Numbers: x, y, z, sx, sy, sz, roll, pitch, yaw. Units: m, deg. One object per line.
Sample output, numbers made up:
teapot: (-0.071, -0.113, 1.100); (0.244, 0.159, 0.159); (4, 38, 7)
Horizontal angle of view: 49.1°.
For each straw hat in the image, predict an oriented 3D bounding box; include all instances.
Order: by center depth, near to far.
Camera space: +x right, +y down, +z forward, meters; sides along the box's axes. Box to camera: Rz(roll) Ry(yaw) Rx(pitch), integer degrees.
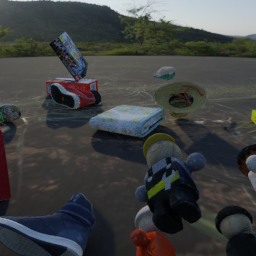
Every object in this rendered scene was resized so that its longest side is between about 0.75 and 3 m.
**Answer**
straw hat: (2.242, -0.978, 11.871); (2.323, 0.983, 2.323); (-2, 42, 2)

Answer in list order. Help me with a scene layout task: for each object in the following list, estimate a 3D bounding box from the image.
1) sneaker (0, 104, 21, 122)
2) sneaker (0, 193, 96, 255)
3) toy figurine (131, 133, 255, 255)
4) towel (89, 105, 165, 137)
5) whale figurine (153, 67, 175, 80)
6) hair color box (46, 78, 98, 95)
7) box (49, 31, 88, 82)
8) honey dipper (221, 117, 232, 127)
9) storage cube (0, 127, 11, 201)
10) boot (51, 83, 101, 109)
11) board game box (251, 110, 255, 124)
sneaker: (-5.281, -0.406, 11.061); (2.042, 0.785, 0.905); (-4, 33, 2)
sneaker: (-1.345, 1.578, 4.777); (1.611, 0.612, 1.164); (13, 31, 10)
toy figurine: (1.102, 1.176, 3.815); (2.124, 2.091, 1.478); (1, 29, 0)
towel: (0.075, -0.321, 10.781); (2.136, 0.601, 2.495); (6, 19, 28)
whale figurine: (1.425, -2.068, 10.977); (0.783, 0.511, 0.985); (17, 36, 41)
hair color box: (-3.322, -2.456, 16.742); (2.692, 0.860, 1.493); (4, 19, 15)
box: (-2.328, -2.960, 11.370); (0.463, 1.677, 2.456); (-31, 23, 7)
honey dipper: (3.966, -0.268, 11.161); (0.226, 0.226, 1.190); (12, 20, 31)
storage cube: (-3.536, 0.707, 6.025); (1.521, 1.599, 1.779); (-11, 22, -31)
boot: (-2.660, -1.727, 14.491); (1.918, 0.963, 2.659); (-16, 32, -41)
board game box: (5.449, -0.271, 10.826); (0.889, 0.417, 1.751); (3, 19, 10)
